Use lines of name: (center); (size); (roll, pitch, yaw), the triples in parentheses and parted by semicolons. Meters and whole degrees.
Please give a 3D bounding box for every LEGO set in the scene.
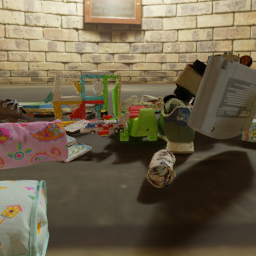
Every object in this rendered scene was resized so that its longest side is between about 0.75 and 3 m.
LEGO set: (-1.051, -0.035, 6.601); (1.621, 0.533, 2.170); (16, 32, 42)

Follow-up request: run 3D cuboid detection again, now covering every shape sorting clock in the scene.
shape sorting clock: (-3.769, -0.668, 10.854); (2.927, 0.574, 2.927); (-1, 8, 0)

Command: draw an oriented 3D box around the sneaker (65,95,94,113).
sneaker: (-2.241, -1.079, 12.539); (1.657, 0.762, 0.627); (1, 12, 6)

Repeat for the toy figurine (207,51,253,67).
toy figurine: (5.361, -2.585, 14.791); (2.020, 2.859, 2.904); (0, 12, 6)

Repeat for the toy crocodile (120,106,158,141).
toy crocodile: (0.272, -0.227, 7.755); (0.992, 0.907, 2.939); (0, 10, -1)

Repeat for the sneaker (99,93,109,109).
sneaker: (-1.130, -0.980, 11.906); (0.456, 1.163, 0.383); (34, 50, 2)

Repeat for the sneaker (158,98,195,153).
sneaker: (1.191, -0.198, 7.023); (0.835, 1.118, 2.491); (0, 11, 0)

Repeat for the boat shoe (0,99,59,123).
boat shoe: (-3.216, -0.225, 7.384); (2.855, 1.033, 1.031); (-3, 11, -15)

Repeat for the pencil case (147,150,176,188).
pencil case: (0.580, 0.645, 4.629); (0.436, 0.379, 0.974); (3, 11, 11)

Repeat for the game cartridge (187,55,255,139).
game cartridge: (2.136, -0.547, 5.885); (2.354, 1.570, 0.476); (1, 17, -46)

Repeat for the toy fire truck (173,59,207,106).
toy fire truck: (2.643, -1.082, 9.594); (2.312, 1.690, 2.627); (33, 17, 0)

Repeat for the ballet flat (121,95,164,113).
ballet flat: (0.552, -1.118, 12.685); (2.316, 0.740, 0.876); (-3, 20, -12)

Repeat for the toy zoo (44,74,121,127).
toy zoo: (-1.470, -0.933, 9.348); (2.584, 1.695, 0.264); (-5, 12, -21)

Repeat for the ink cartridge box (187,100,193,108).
ink cartridge box: (3.111, -1.190, 14.238); (1.289, 0.327, 1.463); (-5, 12, -25)

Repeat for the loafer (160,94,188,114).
loafer: (1.710, -0.689, 9.868); (1.080, 1.000, 2.871); (0, 11, 0)

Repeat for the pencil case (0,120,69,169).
pencil case: (-1.767, 0.282, 4.196); (1.687, 0.738, 0.738); (-7, 13, -30)

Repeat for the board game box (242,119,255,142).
board game box: (3.509, 0.096, 7.090); (1.017, 0.524, 0.533); (10, 15, 42)

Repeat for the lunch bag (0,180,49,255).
lunch bag: (-1.216, 0.911, 2.303); (1.068, 0.764, 1.254); (-2, 6, -14)
